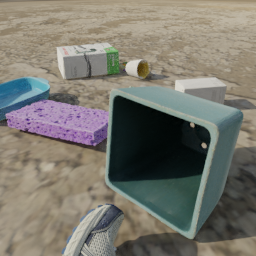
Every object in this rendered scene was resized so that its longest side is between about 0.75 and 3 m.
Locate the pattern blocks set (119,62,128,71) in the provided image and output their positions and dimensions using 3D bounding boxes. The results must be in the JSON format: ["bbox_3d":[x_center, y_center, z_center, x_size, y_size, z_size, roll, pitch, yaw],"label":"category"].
[{"bbox_3d":[-0.131,-2.870,13.104,1.053,0.097,1.198,-5,30,-8],"label":"pattern blocks set"}]

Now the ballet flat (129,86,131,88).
[{"bbox_3d":[0.157,-0.966,9.424,0.564,0.548,1.584,-26,34,-5],"label":"ballet flat"}]

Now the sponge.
[{"bbox_3d":[-1.780,-0.232,7.936,2.884,0.430,1.609,11,24,22],"label":"sponge"}]

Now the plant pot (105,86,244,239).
[{"bbox_3d":[1.096,0.303,5.618,2.158,2.153,2.199,24,31,36],"label":"plant pot"}]

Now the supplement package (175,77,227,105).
[{"bbox_3d":[2.337,-1.098,9.217,1.425,0.864,0.854,-5,30,-9],"label":"supplement package"}]

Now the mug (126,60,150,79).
[{"bbox_3d":[0.382,-2.463,11.957,0.805,0.980,0.785,15,64,41],"label":"mug"}]

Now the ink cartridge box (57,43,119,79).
[{"bbox_3d":[-1.796,-3.008,12.403,2.429,1.021,1.772,-11,31,-18],"label":"ink cartridge box"}]

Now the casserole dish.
[{"bbox_3d":[-3.860,-0.937,9.135,1.730,0.554,2.856,26,42,35],"label":"casserole dish"}]

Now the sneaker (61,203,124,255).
[{"bbox_3d":[-0.447,2.177,3.538,1.117,1.010,2.622,16,42,12],"label":"sneaker"}]
